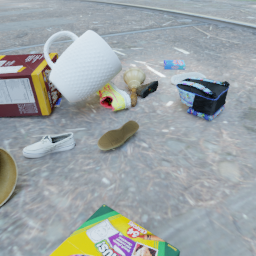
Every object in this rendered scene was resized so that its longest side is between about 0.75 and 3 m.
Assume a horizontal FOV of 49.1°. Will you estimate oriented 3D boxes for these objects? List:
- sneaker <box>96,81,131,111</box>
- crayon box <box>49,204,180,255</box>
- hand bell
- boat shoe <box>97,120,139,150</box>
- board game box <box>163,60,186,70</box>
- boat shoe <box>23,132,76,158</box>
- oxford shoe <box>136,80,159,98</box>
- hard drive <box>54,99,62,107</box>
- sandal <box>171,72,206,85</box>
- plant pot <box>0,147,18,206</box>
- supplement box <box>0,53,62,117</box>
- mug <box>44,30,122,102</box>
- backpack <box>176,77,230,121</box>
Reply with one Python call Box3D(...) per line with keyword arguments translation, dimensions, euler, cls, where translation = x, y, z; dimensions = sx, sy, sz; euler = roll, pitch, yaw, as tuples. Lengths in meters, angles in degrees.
Box3D(translation=(-0.971, -1.487, 13.009), dimensions=(1.096, 0.948, 2.426), euler=(-30, 40, -26), cls="sneaker")
Box3D(translation=(-0.315, 3.004, 6.249), dimensions=(2.265, 0.660, 1.955), euler=(22, 39, 30), cls="crayon box")
Box3D(translation=(0.297, -1.852, 13.722), dimensions=(1.181, 1.181, 2.268), euler=(1, 44, 2), cls="hand bell")
Box3D(translation=(-0.351, 0.374, 10.530), dimensions=(1.889, 0.592, 0.692), euler=(-28, 68, -32), cls="boat shoe")
Box3D(translation=(2.864, -3.922, 17.335), dimensions=(1.268, 0.285, 0.964), euler=(1, 33, 1), cls="board game box")
Box3D(translation=(-2.838, 0.564, 10.079), dimensions=(1.871, 0.615, 0.673), euler=(-9, 34, -14), cls="boat shoe")
Box3D(translation=(0.979, -2.076, 14.217), dimensions=(0.672, 0.579, 1.593), euler=(24, 40, 34), cls="oxford shoe")
Box3D(translation=(-3.698, -1.200, 13.265), dimensions=(1.004, 0.127, 0.662), euler=(-1, 33, -2), cls="hard drive")
Box3D(translation=(3.276, -2.604, 15.093), dimensions=(1.885, 0.767, 0.463), euler=(5, -7, 8), cls="sandal")
Box3D(translation=(-4.596, 1.300, 8.125), dimensions=(2.030, 1.892, 1.892), euler=(7, 30, 38), cls="plant pot")
Box3D(translation=(-4.739, -2.021, 12.711), dimensions=(2.849, 1.891, 2.810), euler=(-2, 33, 5), cls="supplement box")
Box3D(translation=(-2.146, -2.670, 11.681), dimensions=(2.569, 2.931, 2.164), euler=(-44, 9, -7), cls="mug")
Box3D(translation=(3.180, -1.429, 12.454), dimensions=(2.050, 1.379, 1.872), euler=(23, 39, 29), cls="backpack")
